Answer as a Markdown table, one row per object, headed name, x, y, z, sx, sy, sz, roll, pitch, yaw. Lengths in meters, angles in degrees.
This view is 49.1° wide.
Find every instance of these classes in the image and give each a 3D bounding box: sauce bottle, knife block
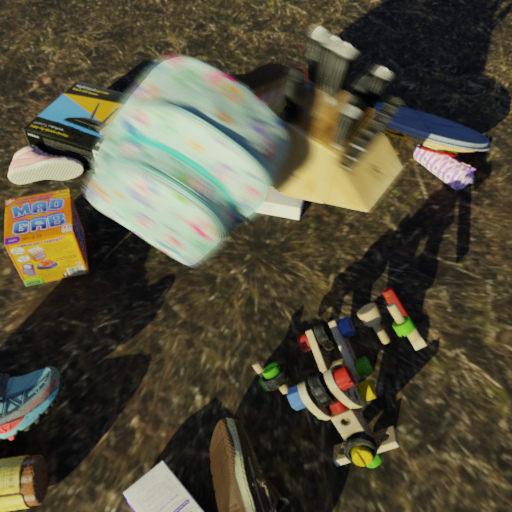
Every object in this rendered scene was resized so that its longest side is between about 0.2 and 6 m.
| name | x | y | z | sx | sy | sz | roll | pitch | yaw |
| --- | --- | --- | --- | --- | --- | --- | --- | --- | --- |
| sauce bottle | -4.331 | 3.435 | 8.216 | 2.355 | 0.777 | 0.777 | -4 | 50 | -5 |
| knife block | 0.991 | -2.348 | 9.901 | 1.177 | 3.230 | 3.680 | -50 | 34 | -14 |

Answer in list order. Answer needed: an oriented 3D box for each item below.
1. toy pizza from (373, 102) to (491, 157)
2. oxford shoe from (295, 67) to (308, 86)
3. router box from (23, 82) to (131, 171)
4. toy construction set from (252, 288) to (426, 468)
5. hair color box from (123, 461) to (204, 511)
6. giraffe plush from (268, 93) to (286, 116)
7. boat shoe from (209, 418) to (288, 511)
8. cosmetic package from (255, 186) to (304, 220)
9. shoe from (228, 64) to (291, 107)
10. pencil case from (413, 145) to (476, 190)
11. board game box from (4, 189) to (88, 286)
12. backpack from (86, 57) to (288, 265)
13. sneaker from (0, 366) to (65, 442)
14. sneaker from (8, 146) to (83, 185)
| name | x | y | z | sx | sy | sz | roll | pitch | yaw |
| --- | --- | --- | --- | --- | --- | --- | --- | --- | --- |
| toy pizza | 3.911 | -2.961 | 13.315 | 3.216 | 0.510 | 3.216 | 12 | 25 | -6 |
| oxford shoe | 2.091 | -3.776 | 14.200 | 1.141 | 1.116 | 3.131 | -14 | 58 | -36 |
| router box | -3.719 | -3.105 | 13.783 | 3.040 | 0.776 | 2.267 | 18 | 52 | 15 |
| toy construction set | 1.683 | 2.061 | 8.924 | 2.621 | 2.014 | 2.186 | -35 | 11 | -7 |
| hair color box | -1.233 | 3.774 | 8.150 | 0.738 | 0.438 | 1.351 | -34 | 55 | -26 |
| giraffe plush | 0.357 | -3.268 | 13.459 | 1.969 | 2.282 | 1.851 | -2 | 20 | 3 |
| boat shoe | -0.046 | 3.614 | 8.114 | 0.964 | 0.962 | 2.606 | 10 | 44 | -23 |
| cosmetic package | 0.484 | -1.197 | 12.420 | 1.093 | 0.390 | 0.555 | 11 | 50 | 8 |
| shoe | -0.339 | -3.094 | 10.955 | 1.013 | 0.774 | 2.898 | 39 | 46 | 26 |
| pencil case | 4.367 | -2.147 | 13.054 | 0.625 | 0.637 | 1.490 | -12 | 45 | -39 |
| board game box | -4.147 | -0.368 | 11.134 | 1.255 | 1.254 | 1.254 | -12 | 51 | -10 |
| backpack | -1.097 | -1.454 | 8.899 | 2.714 | 3.057 | 2.301 | 34 | 54 | -16 |
| sneaker | -4.475 | 2.256 | 8.571 | 2.920 | 1.395 | 1.158 | -22 | 17 | -18 |
| sneaker | -4.915 | -2.227 | 13.125 | 1.697 | 0.639 | 0.887 | -8 | 55 | -2 |
